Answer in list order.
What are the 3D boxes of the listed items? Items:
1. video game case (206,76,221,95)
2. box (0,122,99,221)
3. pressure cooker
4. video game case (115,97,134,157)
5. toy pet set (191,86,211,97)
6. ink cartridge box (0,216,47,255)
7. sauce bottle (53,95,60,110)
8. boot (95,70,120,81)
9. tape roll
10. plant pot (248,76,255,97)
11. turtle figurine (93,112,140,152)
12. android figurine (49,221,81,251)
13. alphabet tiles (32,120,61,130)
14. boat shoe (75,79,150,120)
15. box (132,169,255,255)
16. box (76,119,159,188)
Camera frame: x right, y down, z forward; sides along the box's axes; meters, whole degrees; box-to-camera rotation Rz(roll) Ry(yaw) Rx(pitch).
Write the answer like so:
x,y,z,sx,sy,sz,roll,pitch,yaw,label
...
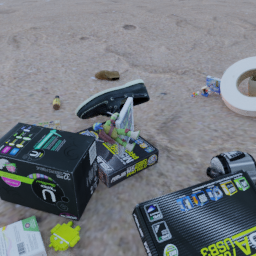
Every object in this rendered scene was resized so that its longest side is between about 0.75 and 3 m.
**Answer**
x,y,z,sx,sy,sz,roll,pitch,yaw,label
3.886,-1.938,12.723,0.686,0.757,0.172,23,49,31,video game case
-2.146,1.087,7.423,2.366,1.758,1.471,9,36,13,box
2.846,1.248,7.819,1.228,1.080,1.097,-6,52,-6,pressure cooker
-0.073,-0.042,8.466,0.163,1.268,1.395,8,38,14,video game case
3.365,-1.517,12.513,0.805,0.428,0.752,-16,20,39,toy pet set
-2.580,2.700,6.119,1.392,0.584,1.008,-16,38,-22,ink cartridge box
-3.037,-1.109,11.924,0.305,0.305,0.925,-6,36,-8,sauce bottle
-1.020,-2.586,13.994,1.267,0.466,0.478,-5,46,-11,boot
5.189,-1.735,11.462,2.750,0.502,2.750,-12,57,19,tape roll
5.856,-1.771,12.288,1.081,0.958,1.082,19,40,26,plant pot
-0.299,0.092,7.810,1.215,1.253,0.902,24,80,7,turtle figurine
-1.517,2.581,6.679,0.731,0.165,0.803,21,38,28,android figurine
-3.018,0.110,10.373,1.064,0.048,1.272,-9,35,-13,alphabet tiles
-0.434,-0.811,9.977,2.862,1.069,0.949,-24,73,-28,boat shoe
1.862,2.469,5.581,2.849,0.677,2.752,-12,57,-18,box
-0.496,0.667,9.107,1.938,0.536,2.419,-21,40,-29,box
